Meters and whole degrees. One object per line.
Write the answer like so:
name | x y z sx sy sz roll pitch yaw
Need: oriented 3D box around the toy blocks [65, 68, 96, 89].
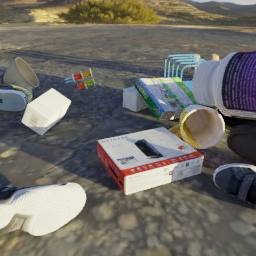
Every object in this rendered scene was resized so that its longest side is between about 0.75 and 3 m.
toy blocks | -1.868 -1.828 10.955 1.041 0.867 0.378 -17 53 -3

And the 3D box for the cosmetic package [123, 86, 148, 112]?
cosmetic package | 0.334 -1.081 10.097 0.823 0.688 0.684 -23 35 -39

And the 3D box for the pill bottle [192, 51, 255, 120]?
pill bottle | 3.110 -1.010 6.698 1.636 1.636 2.936 -22 24 -39

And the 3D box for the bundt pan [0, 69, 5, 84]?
bundt pan | -6.275 -2.055 12.050 2.288 0.859 2.288 1 24 0

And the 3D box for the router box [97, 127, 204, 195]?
router box | 0.444 0.663 6.563 1.920 0.469 1.724 -11 27 -23

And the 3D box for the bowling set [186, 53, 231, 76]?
bowling set | 4.076 -2.505 12.966 2.445 1.313 1.702 -3 43 -9

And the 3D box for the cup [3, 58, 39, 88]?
cup | -4.616 -2.093 11.788 0.999 1.396 1.396 -30 24 8

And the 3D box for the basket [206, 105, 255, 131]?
basket | 3.194 -0.722 8.836 1.578 1.190 1.750 -1 21 -5

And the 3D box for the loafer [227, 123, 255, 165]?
loafer | 3.467 0.658 5.970 2.917 1.062 1.055 17 34 35

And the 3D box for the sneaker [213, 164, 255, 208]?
sneaker | 2.484 1.156 5.238 1.742 0.683 0.692 10 21 18

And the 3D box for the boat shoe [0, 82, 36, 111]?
boat shoe | -4.818 -1.201 10.189 2.708 0.958 1.229 8 24 -1

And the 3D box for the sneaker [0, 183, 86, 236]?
sneaker | -2.013 1.217 4.847 2.367 0.893 1.347 -12 27 -24

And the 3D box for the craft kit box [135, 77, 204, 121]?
craft kit box | 1.404 -1.051 9.489 1.804 0.443 1.826 -8 47 -25

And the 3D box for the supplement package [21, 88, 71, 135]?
supplement package | -2.421 -0.506 8.373 0.738 0.735 1.257 34 36 0

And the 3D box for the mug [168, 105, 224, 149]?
mug | 1.781 -0.159 7.713 1.401 1.122 1.150 7 17 -1

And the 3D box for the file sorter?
file sorter | 2.500 -2.143 11.595 1.577 1.395 2.273 -5 26 -9
